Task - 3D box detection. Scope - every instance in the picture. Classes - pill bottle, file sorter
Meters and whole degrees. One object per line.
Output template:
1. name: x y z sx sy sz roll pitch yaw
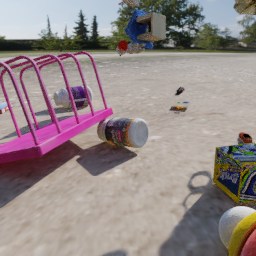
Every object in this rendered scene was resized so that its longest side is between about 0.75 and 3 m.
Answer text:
1. pill bottle: -2.081 -1.184 10.633 1.345 0.756 0.756 -11 21 -30
2. pill bottle: -0.150 0.091 6.808 1.212 0.706 0.706 4 16 42
3. file sorter: -2.070 -0.605 6.369 2.043 1.844 2.940 -11 12 26

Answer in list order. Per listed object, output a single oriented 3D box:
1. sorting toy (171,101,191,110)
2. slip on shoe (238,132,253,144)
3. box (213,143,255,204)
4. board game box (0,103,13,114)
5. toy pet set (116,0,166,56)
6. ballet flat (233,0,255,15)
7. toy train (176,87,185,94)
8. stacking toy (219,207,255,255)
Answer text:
1. sorting toy: 1.974 -0.807 10.481 0.650 0.157 1.155 3 18 22
2. slip on shoe: 3.032 0.238 7.195 0.284 0.235 0.768 1 17 9
3. box: 2.764 0.686 5.033 2.302 0.740 0.806 -6 19 -15
4. board game box: -5.359 -0.717 10.124 2.002 0.195 1.031 0 17 -1
5. toy pet set: 0.115 -4.163 10.791 2.650 2.838 1.507 -5 6 -44
6. ballet flat: 2.599 -2.929 6.071 0.648 0.720 1.911 46 5 26
7. toy train: 2.504 -1.785 13.342 0.266 0.198 1.161 10 21 18
8. stacking toy: 1.522 1.332 2.563 1.756 1.756 2.403 -2 -1 -6
